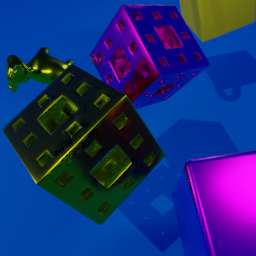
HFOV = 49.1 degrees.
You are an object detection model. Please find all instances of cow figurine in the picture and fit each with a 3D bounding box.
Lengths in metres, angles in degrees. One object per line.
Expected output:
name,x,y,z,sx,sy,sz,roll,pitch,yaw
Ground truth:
cow figurine,-1.678,-1.044,5.335,1.195,0.656,1.176,23,42,-11

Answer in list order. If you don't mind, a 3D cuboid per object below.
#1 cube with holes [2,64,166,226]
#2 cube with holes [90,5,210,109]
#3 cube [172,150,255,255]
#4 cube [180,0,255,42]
cube with holes,-0.553,0.195,3.690,1.269,1.269,1.269,-46,45,-9
cube with holes,0.303,-1.066,4.374,1.117,1.117,1.117,-19,77,-38
cube,1.356,1.115,3.028,1.391,1.391,1.391,-9,64,-2
cube,1.968,-2.989,6.308,1.287,1.287,1.287,-21,48,2
